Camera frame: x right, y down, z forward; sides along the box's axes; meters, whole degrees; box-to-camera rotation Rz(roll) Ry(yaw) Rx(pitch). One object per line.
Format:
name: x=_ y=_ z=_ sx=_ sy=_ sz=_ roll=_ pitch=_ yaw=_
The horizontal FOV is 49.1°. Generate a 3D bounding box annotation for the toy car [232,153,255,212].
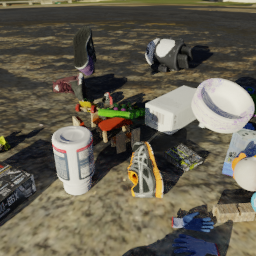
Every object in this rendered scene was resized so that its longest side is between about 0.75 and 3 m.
toy car: x=3.410 y=1.106 z=7.116 sx=1.707 sy=1.638 sz=1.852 roll=0 pitch=19 yaw=-35

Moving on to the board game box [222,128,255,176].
board game box: x=4.274 y=0.913 z=8.613 sx=2.273 sy=0.495 sz=2.284 roll=14 pitch=33 yaw=23

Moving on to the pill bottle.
pill bottle: x=-1.410 y=0.895 z=7.452 sx=1.013 sy=1.695 sz=1.013 roll=1 pitch=30 yaw=0

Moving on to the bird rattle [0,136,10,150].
bird rattle: x=-4.450 y=0.583 z=9.272 sx=0.900 sy=0.507 sz=0.734 roll=1 pitch=46 yaw=7

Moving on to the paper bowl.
paper bowl: x=3.226 y=-0.689 z=9.806 sx=2.025 sy=1.053 sz=2.025 roll=5 pitch=52 yaw=-7

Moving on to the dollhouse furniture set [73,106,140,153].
dollhouse furniture set: x=-0.826 y=-0.063 z=9.729 sx=2.025 sy=1.054 sz=2.047 roll=-17 pitch=34 yaw=-26

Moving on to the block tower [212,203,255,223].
block tower: x=2.693 y=2.065 z=6.839 sx=1.169 sy=0.316 sz=0.338 roll=-2 pitch=29 yaw=-2

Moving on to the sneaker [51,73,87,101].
sneaker: x=-2.750 y=-1.771 z=12.888 sx=1.591 sy=1.042 sz=2.754 roll=-9 pitch=21 yaw=-6

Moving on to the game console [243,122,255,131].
game console: x=4.523 y=-0.054 z=10.640 sx=0.836 sy=0.130 sz=0.739 roll=11 pitch=32 yaw=17

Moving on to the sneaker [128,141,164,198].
sneaker: x=0.365 y=1.117 z=7.981 sx=0.841 sy=0.852 sz=2.177 roll=-10 pitch=32 yaw=-5

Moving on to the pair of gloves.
pair of gloves: x=1.504 y=2.430 z=6.402 sx=1.024 sy=0.145 sz=1.274 roll=3 pitch=32 yaw=2

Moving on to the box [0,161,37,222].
box: x=-3.975 y=1.793 z=6.968 sx=2.032 sy=0.641 sz=2.577 roll=14 pitch=33 yaw=23

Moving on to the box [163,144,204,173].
box: x=1.733 y=0.933 z=8.860 sx=0.812 sy=0.224 sz=1.014 roll=-20 pitch=36 yaw=-29

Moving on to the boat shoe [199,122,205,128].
boat shoe: x=3.469 y=-0.566 z=10.926 sx=0.704 sy=0.716 sz=1.985 roll=37 pitch=54 yaw=13

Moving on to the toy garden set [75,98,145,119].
toy garden set: x=-0.528 y=-0.816 z=10.639 sx=2.136 sy=0.511 sz=2.563 roll=8 pitch=9 yaw=18

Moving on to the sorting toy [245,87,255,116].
sorting toy: x=4.830 y=-1.052 z=11.838 sx=2.144 sy=0.880 sz=1.289 roll=32 pitch=57 yaw=25

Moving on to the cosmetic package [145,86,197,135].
cosmetic package: x=1.977 y=-0.783 z=11.094 sx=1.326 sy=0.966 sz=2.609 roll=27 pitch=38 yaw=37

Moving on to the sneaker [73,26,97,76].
sneaker: x=-1.684 y=-3.064 z=11.275 sx=0.798 sy=0.923 sz=2.108 roll=-9 pitch=65 yaw=23

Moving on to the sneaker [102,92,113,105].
sneaker: x=-0.977 y=-1.338 z=12.609 sx=0.470 sy=0.340 sz=0.962 roll=-7 pitch=32 yaw=-15

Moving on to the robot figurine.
robot figurine: x=2.341 y=-4.277 z=16.255 sx=2.728 sy=1.702 sz=2.050 roll=19 pitch=31 yaw=29
